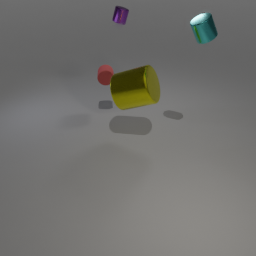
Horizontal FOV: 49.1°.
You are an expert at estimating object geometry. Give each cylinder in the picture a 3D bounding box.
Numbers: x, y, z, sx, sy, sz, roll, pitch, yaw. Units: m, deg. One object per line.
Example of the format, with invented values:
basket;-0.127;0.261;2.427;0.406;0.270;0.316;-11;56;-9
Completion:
cylinder;-0.971;-2.306;12.177;0.700;0.700;0.700;-2;33;-3
cylinder;2.434;-3.186;8.971;0.700;0.700;0.700;-22;35;17
cylinder;-0.368;-5.596;13.902;0.700;0.700;0.700;13;32;-9
cylinder;0.283;-1.449;10.182;1.400;1.400;1.400;-9;25;27
